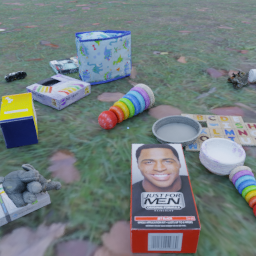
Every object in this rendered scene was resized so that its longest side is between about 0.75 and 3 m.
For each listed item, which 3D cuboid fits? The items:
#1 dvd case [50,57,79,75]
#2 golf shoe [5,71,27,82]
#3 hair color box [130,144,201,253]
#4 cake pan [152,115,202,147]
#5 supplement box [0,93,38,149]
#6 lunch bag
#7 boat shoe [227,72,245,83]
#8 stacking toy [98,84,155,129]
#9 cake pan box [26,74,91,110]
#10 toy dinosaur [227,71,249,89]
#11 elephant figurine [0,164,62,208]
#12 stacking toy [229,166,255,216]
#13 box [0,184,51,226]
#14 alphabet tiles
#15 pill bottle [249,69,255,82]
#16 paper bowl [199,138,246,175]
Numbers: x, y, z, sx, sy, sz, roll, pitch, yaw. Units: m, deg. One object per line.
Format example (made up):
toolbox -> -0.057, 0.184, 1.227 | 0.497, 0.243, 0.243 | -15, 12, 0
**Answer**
dvd case -> -2.569, -3.045, 13.400 | 2.033, 0.224, 1.484 | -15, 36, -24
golf shoe -> -4.872, -2.287, 12.115 | 0.930, 0.361, 0.439 | -20, 38, -29
hair color box -> 0.688, 1.377, 6.128 | 1.282, 0.774, 2.526 | -1, 33, 1
cake pan -> 1.466, 0.100, 8.440 | 1.460, 0.268, 1.460 | -5, 32, 3
supplement box -> -3.300, -0.276, 8.523 | 0.916, 0.911, 1.673 | -10, 34, -14
lunch bag -> -0.956, -3.026, 11.797 | 2.285, 1.943, 1.456 | -10, 35, -14
boat shoe -> 4.616, -2.191, 12.000 | 0.923, 0.314, 0.332 | -20, 38, -27
stacking toy -> -0.116, -0.625, 9.266 | 0.927, 0.927, 2.172 | 27, 49, 35
cake pan box -> -2.648, -1.440, 10.722 | 1.852, 0.484, 1.706 | 22, 37, 29
toy dinosaur -> 4.611, -1.963, 11.567 | 1.422, 0.547, 0.727 | -17, 65, -40
elephant figurine -> -2.072, 1.189, 5.955 | 0.831, 0.911, 1.174 | -29, 1, 1
stacking toy -> 2.766, 1.466, 6.292 | 0.537, 0.537, 1.258 | -3, 38, -5
box -> -2.533, 1.578, 6.298 | 1.276, 0.263, 0.994 | -20, 39, -29
alphabet tiles -> 2.917, 0.141, 8.648 | 2.418, 0.091, 2.021 | 2, 33, 4
pill bottle -> 5.731, -2.175, 11.625 | 1.255, 0.705, 0.705 | -2, 33, -1
paper bowl -> 2.405, 0.777, 7.230 | 1.095, 0.569, 1.095 | 0, 33, 0
